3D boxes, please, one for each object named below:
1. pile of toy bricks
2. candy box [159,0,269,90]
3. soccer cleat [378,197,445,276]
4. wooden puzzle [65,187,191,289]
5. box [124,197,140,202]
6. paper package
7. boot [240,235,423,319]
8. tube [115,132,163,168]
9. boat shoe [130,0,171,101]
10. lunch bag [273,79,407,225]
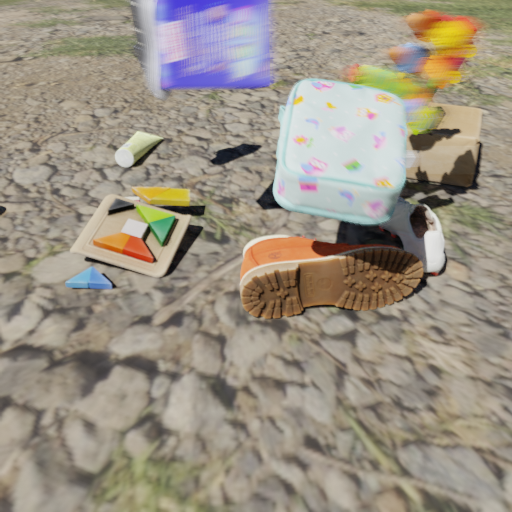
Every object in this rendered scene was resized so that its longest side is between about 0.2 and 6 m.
[{"bbox_3d":[2.394,-2.983,10.222,1.604,3.248,1.802,9,41,-16],"label":"pile of toy bricks"},{"bbox_3d":[-0.681,-3.399,8.969,1.674,1.416,0.645,-4,12,-13],"label":"candy box"},{"bbox_3d":[3.058,-0.693,11.049,0.955,1.069,2.756,-4,33,-6],"label":"soccer cleat"},{"bbox_3d":[-2.387,-0.495,10.913,2.054,0.356,3.044,9,46,-1],"label":"wooden puzzle"},{"bbox_3d":[-2.646,-0.864,11.831,0.417,0.489,0.765,-4,34,-9],"label":"box"},{"bbox_3d":[4.322,-2.952,14.255,2.546,1.317,2.427,11,35,18],"label":"paper package"},{"bbox_3d":[1.241,0.117,9.829,3.129,1.174,1.678,-3,28,-4],"label":"boot"},{"bbox_3d":[-3.167,-2.947,15.070,0.518,0.578,1.994,-30,20,25],"label":"tube"},{"bbox_3d":[-2.202,-4.311,11.549,0.755,2.279,0.797,18,53,14],"label":"boat shoe"},{"bbox_3d":[1.174,-1.564,8.072,1.859,0.894,2.318,8,50,5],"label":"lunch bag"}]
